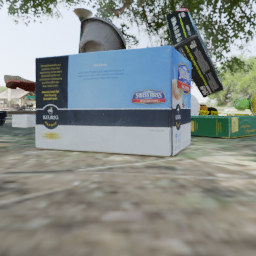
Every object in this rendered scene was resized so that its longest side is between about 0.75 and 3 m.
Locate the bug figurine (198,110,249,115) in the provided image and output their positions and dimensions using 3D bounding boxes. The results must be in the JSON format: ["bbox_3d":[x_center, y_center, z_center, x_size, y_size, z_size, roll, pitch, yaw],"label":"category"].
[{"bbox_3d":[3.106,-0.150,8.168,2.112,0.543,1.638,3,8,-26],"label":"bug figurine"}]

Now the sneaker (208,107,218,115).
[{"bbox_3d":[2.857,-0.587,13.470,2.751,0.962,1.238,3,-5,-11],"label":"sneaker"}]

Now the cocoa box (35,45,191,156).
[{"bbox_3d":[-0.177,-0.397,4.456,2.168,1.422,1.446,1,3,22],"label":"cocoa box"}]

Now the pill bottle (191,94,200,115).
[{"bbox_3d":[1.637,-0.707,10.313,1.406,1.406,2.488,-1,4,-10],"label":"pill bottle"}]

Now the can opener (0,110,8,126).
[{"bbox_3d":[-5.730,-0.315,11.352,0.548,0.680,1.729,12,18,33],"label":"can opener"}]

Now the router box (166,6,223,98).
[{"bbox_3d":[2.617,-2.926,10.952,0.907,2.188,2.920,-24,-46,23],"label":"router box"}]

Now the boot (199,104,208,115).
[{"bbox_3d":[2.483,-0.403,9.744,0.421,0.856,1.196,0,3,-11],"label":"boot"}]

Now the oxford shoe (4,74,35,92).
[{"bbox_3d":[-3.616,-1.603,9.681,0.478,0.508,1.358,-43,-26,26],"label":"oxford shoe"}]

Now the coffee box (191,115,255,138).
[{"bbox_3d":[1.937,-0.078,7.141,1.383,0.495,2.249,-3,4,-41],"label":"coffee box"}]

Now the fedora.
[{"bbox_3d":[-0.855,-2.329,7.982,1.519,0.776,1.718,41,-23,-25],"label":"fedora"}]

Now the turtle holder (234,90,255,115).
[{"bbox_3d":[6.241,-1.199,12.209,2.599,1.975,1.846,28,9,14],"label":"turtle holder"}]

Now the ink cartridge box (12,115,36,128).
[{"bbox_3d":[-3.743,-0.264,10.706,0.788,0.475,1.085,2,5,25],"label":"ink cartridge box"}]
